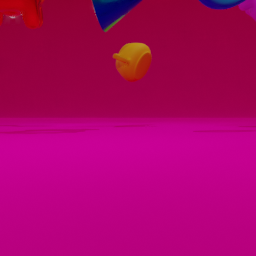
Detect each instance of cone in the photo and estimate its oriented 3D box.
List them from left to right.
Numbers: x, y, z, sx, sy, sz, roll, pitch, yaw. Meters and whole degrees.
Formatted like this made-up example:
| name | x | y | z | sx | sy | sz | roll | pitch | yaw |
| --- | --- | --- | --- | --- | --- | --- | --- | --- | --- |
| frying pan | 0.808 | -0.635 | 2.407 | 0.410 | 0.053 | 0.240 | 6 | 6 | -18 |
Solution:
| name | x | y | z | sx | sy | sz | roll | pitch | yaw |
| --- | --- | --- | --- | --- | --- | --- | --- | --- | --- |
| cone | -0.026 | -3.311 | 6.976 | 1.497 | 1.491 | 1.491 | -9 | 1 | 10 |

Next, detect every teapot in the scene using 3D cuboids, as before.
| name | x | y | z | sx | sy | sz | roll | pitch | yaw |
| --- | --- | --- | --- | --- | --- | --- | --- | --- | --- |
| teapot | 0.145 | -2.177 | 9.092 | 0.994 | 1.262 | 2.030 | 31 | 19 | 22 |

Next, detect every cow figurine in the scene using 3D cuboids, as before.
| name | x | y | z | sx | sy | sz | roll | pitch | yaw |
| --- | --- | --- | --- | --- | --- | --- | --- | --- | --- |
| cow figurine | -1.859 | -2.593 | 4.927 | 1.630 | 1.604 | 0.895 | -1 | 21 | -10 |

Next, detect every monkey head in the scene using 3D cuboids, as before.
| name | x | y | z | sx | sy | sz | roll | pitch | yaw |
| --- | --- | --- | --- | --- | --- | --- | --- | --- | --- |
| monkey head | 3.610 | -3.195 | 6.779 | 1.961 | 1.411 | 1.182 | 2 | 16 | 6 |

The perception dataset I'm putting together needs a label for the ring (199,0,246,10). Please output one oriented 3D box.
| name | x | y | z | sx | sy | sz | roll | pitch | yaw |
| --- | --- | --- | --- | --- | --- | --- | --- | --- | --- |
| ring | 1.689 | -2.631 | 4.371 | 1.557 | 1.557 | 0.311 | -1 | 45 | -28 |
